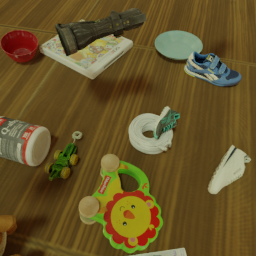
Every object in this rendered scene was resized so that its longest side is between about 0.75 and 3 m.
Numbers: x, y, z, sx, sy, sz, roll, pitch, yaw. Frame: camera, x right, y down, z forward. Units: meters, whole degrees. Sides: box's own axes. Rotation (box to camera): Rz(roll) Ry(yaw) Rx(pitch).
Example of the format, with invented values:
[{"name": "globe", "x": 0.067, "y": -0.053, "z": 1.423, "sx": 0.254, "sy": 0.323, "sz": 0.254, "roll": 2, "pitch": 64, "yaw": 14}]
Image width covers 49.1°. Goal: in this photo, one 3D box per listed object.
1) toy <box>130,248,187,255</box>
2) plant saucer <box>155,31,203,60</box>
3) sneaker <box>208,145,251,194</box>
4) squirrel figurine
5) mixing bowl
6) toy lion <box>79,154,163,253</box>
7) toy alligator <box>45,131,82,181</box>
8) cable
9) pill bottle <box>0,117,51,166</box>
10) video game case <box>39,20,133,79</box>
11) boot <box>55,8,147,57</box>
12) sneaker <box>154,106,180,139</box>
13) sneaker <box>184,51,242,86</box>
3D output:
[{"name": "toy", "x": 0.542, "y": 3.354, "z": 6.328, "sx": 1.898, "sy": 0.448, "sz": 1.093, "roll": -7, "pitch": 52, "yaw": -5}, {"name": "plant saucer", "x": 2.101, "y": -3.385, "z": 11.775, "sx": 1.986, "sy": 0.382, "sz": 1.986, "roll": 0, "pitch": 50, "yaw": 0}, {"name": "sneaker", "x": 2.878, "y": 1.241, "z": 7.933, "sx": 0.706, "sy": 0.670, "sz": 1.754, "roll": 36, "pitch": 60, "yaw": 14}, {"name": "squirrel figurine", "x": -3.437, "y": 3.174, "z": 5.595, "sx": 2.641, "sy": 1.869, "sz": 2.465, "roll": 3, "pitch": 68, "yaw": -28}, {"name": "mixing bowl", "x": -4.310, "y": -3.183, "z": 11.291, "sx": 1.402, "sy": 0.759, "sz": 1.402, "roll": 4, "pitch": 61, "yaw": -8}, {"name": "toy lion", "x": -0.062, "y": 1.985, "z": 7.348, "sx": 2.104, "sy": 0.754, "sz": 2.195, "roll": 20, "pitch": 53, "yaw": 7}, {"name": "toy alligator", "x": -1.808, "y": 0.892, "z": 8.332, "sx": 0.652, "sy": 0.472, "sz": 1.966, "roll": 16, "pitch": 44, "yaw": 12}, {"name": "cable", "x": 0.718, "y": 0.170, "z": 8.857, "sx": 1.393, "sy": 0.482, "sz": 1.393, "roll": 10, "pitch": 51, "yaw": 7}, {"name": "pill bottle", "x": -3.462, "y": 0.324, "z": 8.271, "sx": 2.047, "sy": 1.186, "sz": 1.186, "roll": 13, "pitch": 53, "yaw": 11}, {"name": "video game case", "x": -1.741, "y": -3.444, "z": 11.846, "sx": 2.952, "sy": 0.338, "sz": 2.687, "roll": 30, "pitch": 57, "yaw": 22}, {"name": "boot", "x": -0.754, "y": -2.659, "z": 7.582, "sx": 2.204, "sy": 0.877, "sz": 2.532, "roll": -22, "pitch": 28, "yaw": -8}, {"name": "sneaker", "x": 1.198, "y": -0.146, "z": 8.545, "sx": 0.580, "sy": 0.493, "sz": 1.272, "roll": 19, "pitch": 55, "yaw": 21}, {"name": "sneaker", "x": 3.211, "y": -2.236, "z": 10.531, "sx": 2.170, "sy": 0.892, "sz": 0.802, "roll": 20, "pitch": 52, "yaw": 14}]
